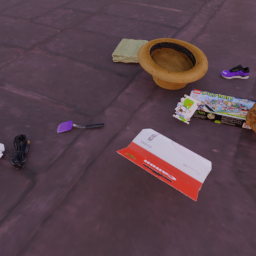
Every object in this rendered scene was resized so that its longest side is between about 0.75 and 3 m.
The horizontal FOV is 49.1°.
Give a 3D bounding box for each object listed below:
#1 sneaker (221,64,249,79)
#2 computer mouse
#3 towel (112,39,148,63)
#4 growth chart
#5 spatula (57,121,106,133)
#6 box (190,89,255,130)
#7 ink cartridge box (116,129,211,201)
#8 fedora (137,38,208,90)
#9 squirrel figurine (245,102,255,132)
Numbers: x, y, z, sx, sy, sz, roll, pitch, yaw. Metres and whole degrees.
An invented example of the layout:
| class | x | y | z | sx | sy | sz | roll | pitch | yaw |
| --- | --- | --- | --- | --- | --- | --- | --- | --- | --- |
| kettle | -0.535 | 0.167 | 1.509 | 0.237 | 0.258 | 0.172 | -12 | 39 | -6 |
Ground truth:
| class | x | y | z | sx | sy | sz | roll | pitch | yaw |
| --- | --- | --- | --- | --- | --- | --- | --- | --- | --- |
| sneaker | 4.573 | -2.440 | 11.902 | 1.188 | 0.591 | 0.413 | 1 | 43 | 0 |
| computer mouse | -4.289 | 0.733 | 8.489 | 2.467 | 0.541 | 1.353 | -3 | 44 | -4 |
| towel | 0.147 | -3.710 | 13.457 | 1.506 | 0.370 | 2.030 | 8 | 44 | 10 |
| growth chart | 2.005 | -0.663 | 9.697 | 0.732 | 0.090 | 1.011 | 25 | 72 | 26 |
| spatula | -1.592 | -0.067 | 9.634 | 1.660 | 0.171 | 0.469 | -2 | 43 | -2 |
| box | 3.359 | -0.720 | 10.164 | 2.355 | 0.409 | 1.296 | 13 | 44 | 14 |
| ink cartridge box | 1.025 | 0.728 | 6.885 | 1.998 | 0.701 | 2.458 | 30 | 5 | 14 |
| fedora | 1.748 | -2.499 | 11.508 | 2.991 | 1.220 | 2.991 | 2 | 48 | -2 |
| squirrel figurine | 5.039 | 0.032 | 8.586 | 2.506 | 1.773 | 2.339 | -12 | 56 | -19 |
